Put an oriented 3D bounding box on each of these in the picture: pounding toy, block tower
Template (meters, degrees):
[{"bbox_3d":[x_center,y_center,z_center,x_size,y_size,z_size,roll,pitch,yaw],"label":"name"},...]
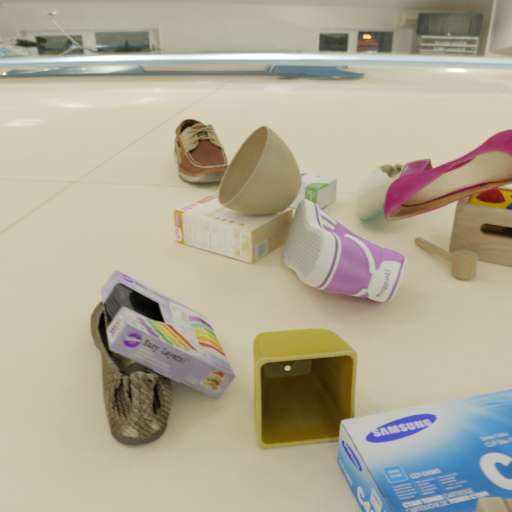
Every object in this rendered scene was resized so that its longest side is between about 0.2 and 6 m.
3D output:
[{"bbox_3d":[3.795,-0.511,9.471,2.073,1.080,2.360,13,28,25],"label":"pounding toy"},{"bbox_3d":[3.094,2.248,3.713,3.402,0.919,0.984,-1,24,-3],"label":"block tower"}]

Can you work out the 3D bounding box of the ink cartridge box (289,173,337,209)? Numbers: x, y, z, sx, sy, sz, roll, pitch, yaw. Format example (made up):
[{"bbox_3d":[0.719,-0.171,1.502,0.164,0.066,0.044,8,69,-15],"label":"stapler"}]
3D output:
[{"bbox_3d":[0.952,-1.410,12.048,1.289,0.544,0.942,15,29,29],"label":"ink cartridge box"}]

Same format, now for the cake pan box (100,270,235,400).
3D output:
[{"bbox_3d":[-1.067,0.858,6.400,1.499,0.392,1.380,32,7,-27],"label":"cake pan box"}]

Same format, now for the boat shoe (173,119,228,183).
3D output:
[{"bbox_3d":[-1.462,-2.680,13.999,1.266,1.201,3.345,-9,26,-19],"label":"boat shoe"}]

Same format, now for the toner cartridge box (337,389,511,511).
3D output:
[{"bbox_3d":[2.136,1.846,5.006,2.540,0.548,1.206,-7,26,-14],"label":"toner cartridge box"}]

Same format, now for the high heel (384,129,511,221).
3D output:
[{"bbox_3d":[3.402,-1.184,8.892,2.807,0.945,1.346,-2,43,36],"label":"high heel"}]

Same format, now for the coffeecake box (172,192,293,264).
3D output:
[{"bbox_3d":[-0.417,-0.560,10.097,1.737,0.635,1.333,16,29,31],"label":"coffeecake box"}]

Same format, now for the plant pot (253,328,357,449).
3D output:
[{"bbox_3d":[0.417,1.245,5.876,0.988,0.994,1.017,-4,19,-8],"label":"plant pot"}]

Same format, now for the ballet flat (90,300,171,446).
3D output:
[{"bbox_3d":[-1.489,1.049,6.595,0.946,0.651,2.809,-5,25,-14],"label":"ballet flat"}]

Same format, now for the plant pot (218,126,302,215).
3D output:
[{"bbox_3d":[0.176,-1.292,9.504,1.015,1.513,1.513,28,17,-21],"label":"plant pot"}]

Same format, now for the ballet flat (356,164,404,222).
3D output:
[{"bbox_3d":[2.576,-1.403,11.483,0.920,0.920,2.648,15,24,29],"label":"ballet flat"}]

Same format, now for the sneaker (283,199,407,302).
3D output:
[{"bbox_3d":[1.380,-0.002,8.795,1.654,1.051,2.901,15,19,-11],"label":"sneaker"}]
